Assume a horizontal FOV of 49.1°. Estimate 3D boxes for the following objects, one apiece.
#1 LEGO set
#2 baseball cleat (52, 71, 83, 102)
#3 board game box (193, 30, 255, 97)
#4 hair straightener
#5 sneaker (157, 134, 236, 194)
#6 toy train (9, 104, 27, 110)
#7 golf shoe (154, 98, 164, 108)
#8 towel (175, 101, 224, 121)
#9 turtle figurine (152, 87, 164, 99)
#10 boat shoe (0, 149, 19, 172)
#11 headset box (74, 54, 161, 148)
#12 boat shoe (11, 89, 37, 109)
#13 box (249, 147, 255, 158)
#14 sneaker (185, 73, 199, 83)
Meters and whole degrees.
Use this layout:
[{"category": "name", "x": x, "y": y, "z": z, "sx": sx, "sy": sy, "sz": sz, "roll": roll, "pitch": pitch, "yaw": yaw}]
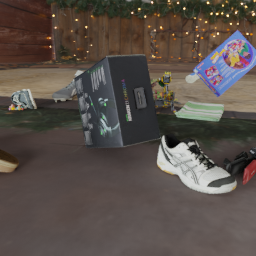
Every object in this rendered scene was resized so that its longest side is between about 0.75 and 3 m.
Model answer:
[{"category": "LEGO set", "x": 1.114, "y": -1.750, "z": 12.652, "sx": 2.613, "sy": 2.009, "sz": 1.514, "roll": 6, "pitch": -10, "yaw": -14}, {"category": "baseball cleat", "x": -3.062, "y": -2.392, "z": 15.604, "sx": 1.006, "sy": 1.536, "sz": 2.885, "roll": 17, "pitch": 25, "yaw": 30}, {"category": "board game box", "x": 3.402, "y": -2.182, "z": 9.590, "sx": 1.920, "sy": 1.291, "sz": 0.430, "roll": -41, "pitch": -4, "yaw": 1}, {"category": "hair straightener", "x": 2.866, "y": 0.786, "z": 7.041, "sx": 0.859, "sy": 0.457, "sz": 2.233, "roll": 13, "pitch": 21, "yaw": 36}, {"category": "sneaker", "x": 1.467, "y": 0.740, "z": 6.412, "sx": 0.807, "sy": 0.936, "sz": 2.134, "roll": -12, "pitch": 22, "yaw": -39}, {"category": "toy train", "x": -5.317, "y": -1.023, "z": 13.352, "sx": 0.834, "sy": 0.232, "sz": 0.626, "roll": 2, "pitch": 17, "yaw": 6}, {"category": "golf shoe", "x": 1.412, "y": -1.193, "z": 13.785, "sx": 1.272, "sy": 0.498, "sz": 0.619, "roll": -7, "pitch": -5, "yaw": -26}, {"category": "towel", "x": 3.276, "y": -0.795, "z": 12.528, "sx": 1.853, "sy": 0.284, "sz": 2.429, "roll": 8, "pitch": 19, "yaw": 23}, {"category": "turtle figurine", "x": 1.775, "y": -1.892, "z": 15.207, "sx": 1.120, "sy": 0.831, "sz": 1.155, "roll": -1, "pitch": 13, "yaw": 9}, {"category": "boat shoe", "x": -3.848, "y": 0.782, "z": 6.618, "sx": 2.357, "sy": 0.760, "sz": 0.840, "roll": 14, "pitch": 5, "yaw": -15}, {"category": "headset box", "x": -0.362, "y": -0.615, "z": 7.567, "sx": 1.160, "sy": 2.178, "sz": 2.501, "roll": -11, "pitch": 0, "yaw": -30}, {"category": "boat shoe", "x": -5.023, "y": -1.324, "z": 13.386, "sx": 0.826, "sy": 0.973, "sz": 2.674, "roll": -23, "pitch": 22, "yaw": -23}, {"category": "box", "x": 3.589, "y": 0.748, "z": 7.064, "sx": 0.851, "sy": 0.185, "sz": 0.682, "roll": 5, "pitch": 27, "yaw": -33}, {"category": "sneaker", "x": 3.284, "y": -2.506, "z": 13.341, "sx": 0.614, "sy": 0.424, "sz": 1.104, "roll": -32, "pitch": 4, "yaw": -33}]
